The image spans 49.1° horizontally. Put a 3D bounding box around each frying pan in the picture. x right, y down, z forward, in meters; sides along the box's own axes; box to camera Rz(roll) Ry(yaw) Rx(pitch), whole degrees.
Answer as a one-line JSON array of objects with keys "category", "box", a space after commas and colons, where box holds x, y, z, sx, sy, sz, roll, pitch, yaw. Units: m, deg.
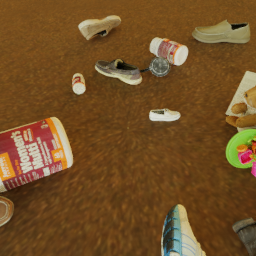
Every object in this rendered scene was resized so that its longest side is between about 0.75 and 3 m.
[{"category": "frying pan", "box": [0.996, -2.431, 10.849, 1.307, 0.791, 0.213, 8, -4, 3]}]

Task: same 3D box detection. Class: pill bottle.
[{"category": "pill bottle", "box": [-2.742, 0.717, 6.819, 2.511, 1.376, 1.376, -19, 44, -21]}, {"category": "pill bottle", "box": [1.720, -3.312, 11.968, 0.839, 0.839, 1.532, -32, 50, -32]}, {"category": "pill bottle", "box": [-1.817, -1.651, 10.315, 0.452, 0.452, 0.824, -7, 41, -9]}]

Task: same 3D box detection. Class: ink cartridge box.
[{"category": "ink cartridge box", "box": [4.516, -0.863, 9.524, 1.777, 0.624, 2.187, 22, 66, 24]}]

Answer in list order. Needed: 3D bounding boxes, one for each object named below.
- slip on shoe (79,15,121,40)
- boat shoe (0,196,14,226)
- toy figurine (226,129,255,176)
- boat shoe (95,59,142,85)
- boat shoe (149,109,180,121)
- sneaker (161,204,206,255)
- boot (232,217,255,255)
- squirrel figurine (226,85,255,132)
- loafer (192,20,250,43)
[{"category": "slip on shoe", "box": [-1.272, -5.007, 14.060, 1.012, 0.807, 2.663, -23, 5, 43]}, {"category": "boat shoe", "box": [-3.452, 1.799, 5.876, 1.996, 0.716, 0.756, -5, 75, 2]}, {"category": "toy figurine", "box": [3.308, 0.721, 6.604, 1.498, 1.125, 1.379, -23, 23, 4]}, {"category": "boat shoe", "box": [-0.385, -2.358, 10.945, 2.174, 0.704, 0.782, 28, 48, 29]}, {"category": "boat shoe", "box": [1.196, -0.445, 8.985, 1.008, 0.329, 0.371, -6, 41, -7]}, {"category": "sneaker", "box": [1.230, 2.592, 5.111, 1.072, 0.927, 2.473, 4, 48, -5]}, {"category": "boot", "box": [2.928, 2.398, 5.606, 1.462, 0.506, 1.273, -12, 47, -8]}, {"category": "squirrel figurine", "box": [3.919, -0.488, 7.878, 1.912, 1.784, 1.353, 1, 40, 4]}, {"category": "loafer", "box": [4.520, -4.717, 13.539, 2.785, 0.939, 1.059, 2, 40, 2]}]
